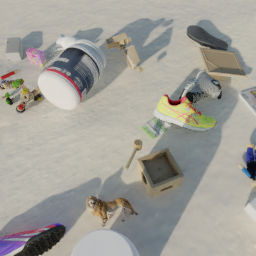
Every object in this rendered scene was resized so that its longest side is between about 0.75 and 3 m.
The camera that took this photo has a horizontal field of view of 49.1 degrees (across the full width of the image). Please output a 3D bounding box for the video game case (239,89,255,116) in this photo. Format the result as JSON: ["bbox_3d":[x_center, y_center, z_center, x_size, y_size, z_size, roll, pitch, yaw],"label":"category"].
[{"bbox_3d":[5.569,-1.157,11.973,1.146,0.144,1.257,-16,55,-12],"label":"video game case"}]

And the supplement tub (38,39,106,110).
[{"bbox_3d":[-2.256,-2.250,11.678,1.866,1.866,2.660,21,56,15],"label":"supplement tub"}]

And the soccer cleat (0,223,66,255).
[{"bbox_3d":[-3.192,3.396,8.221,2.703,0.922,0.989,-25,46,-18],"label":"soccer cleat"}]

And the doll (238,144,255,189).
[{"bbox_3d":[4.476,1.385,9.944,1.117,0.397,1.637,10,60,-2],"label":"doll"}]

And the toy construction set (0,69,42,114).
[{"bbox_3d":[-4.293,-1.663,11.413,1.550,1.859,1.428,43,59,17],"label":"toy construction set"}]

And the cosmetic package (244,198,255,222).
[{"bbox_3d":[4.523,2.860,8.773,0.771,0.541,1.519,-27,58,-19],"label":"cosmetic package"}]

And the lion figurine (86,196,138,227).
[{"bbox_3d":[-0.529,2.565,9.072,1.583,0.574,0.970,-4,45,-20],"label":"lion figurine"}]

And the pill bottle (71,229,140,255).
[{"bbox_3d":[-0.528,3.521,6.810,1.744,2.917,1.744,0,54,0],"label":"pill bottle"}]

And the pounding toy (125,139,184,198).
[{"bbox_3d":[0.690,1.341,9.681,1.676,0.873,1.907,-19,56,-13],"label":"pounding toy"}]

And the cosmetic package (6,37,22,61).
[{"bbox_3d":[-5.562,-3.848,13.698,0.662,0.559,1.240,-8,51,-10],"label":"cosmetic package"}]

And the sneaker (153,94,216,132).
[{"bbox_3d":[2.260,-0.624,10.762,2.429,1.097,0.949,15,22,3],"label":"sneaker"}]

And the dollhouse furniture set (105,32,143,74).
[{"bbox_3d":[-0.216,-3.163,12.930,1.003,1.753,2.055,-21,86,-6],"label":"dollhouse furniture set"}]

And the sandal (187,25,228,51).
[{"bbox_3d":[3.920,-4.419,14.226,2.304,0.493,0.876,36,68,13],"label":"sandal"}]

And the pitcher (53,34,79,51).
[{"bbox_3d":[-3.015,-4.068,13.784,1.248,0.757,1.071,23,65,28],"label":"pitcher"}]

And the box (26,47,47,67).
[{"bbox_3d":[-4.326,-3.355,13.248,0.762,0.670,0.368,18,55,12],"label":"box"}]

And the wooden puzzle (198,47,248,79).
[{"bbox_3d":[4.345,-2.993,13.025,1.942,0.391,2.099,4,48,-13],"label":"wooden puzzle"}]

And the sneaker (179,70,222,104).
[{"bbox_3d":[3.156,-1.450,11.729,1.419,0.922,2.458,30,58,18],"label":"sneaker"}]

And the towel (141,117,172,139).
[{"bbox_3d":[1.145,-0.067,11.144,1.038,0.159,0.774,-33,58,-23],"label":"towel"}]
